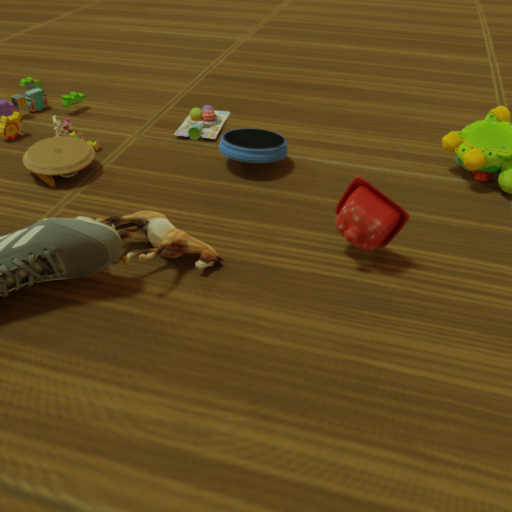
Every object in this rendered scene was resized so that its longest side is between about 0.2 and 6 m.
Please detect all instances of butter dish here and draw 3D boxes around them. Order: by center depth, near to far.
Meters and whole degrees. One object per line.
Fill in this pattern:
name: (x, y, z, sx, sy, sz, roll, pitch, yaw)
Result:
butter dish: (1.766, -0.533, 9.353, 1.137, 1.140, 0.843, 38, 57, 8)

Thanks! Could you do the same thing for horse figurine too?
horse figurine: (-1.831, -0.315, 9.666, 1.521, 0.573, 2.295, -17, 33, -41)

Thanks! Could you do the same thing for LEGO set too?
LEGO set: (-4.328, -2.882, 13.054, 0.710, 0.575, 1.544, -30, 47, -33)

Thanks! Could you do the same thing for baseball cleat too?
baseball cleat: (-3.828, 0.357, 8.578, 3.468, 1.209, 1.846, -7, 43, 6)

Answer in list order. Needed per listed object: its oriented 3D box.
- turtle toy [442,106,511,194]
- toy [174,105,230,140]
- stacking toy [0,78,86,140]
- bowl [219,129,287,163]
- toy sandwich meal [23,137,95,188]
turtle toy: (4.945, -2.076, 11.604, 1.516, 1.051, 2.080, -28, 44, 2)
toy: (-1.319, -3.428, 13.899, 1.012, 0.415, 1.757, 6, 38, 7)
stacking toy: (-5.983, -3.835, 14.358, 1.927, 0.601, 2.556, 24, 42, 25)
bowl: (-0.051, -2.425, 12.185, 1.497, 0.294, 1.497, 4, 31, -2)
toy sandwich meal: (-4.236, -2.033, 12.036, 1.632, 0.559, 1.632, 2, 41, -2)
